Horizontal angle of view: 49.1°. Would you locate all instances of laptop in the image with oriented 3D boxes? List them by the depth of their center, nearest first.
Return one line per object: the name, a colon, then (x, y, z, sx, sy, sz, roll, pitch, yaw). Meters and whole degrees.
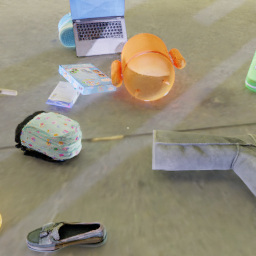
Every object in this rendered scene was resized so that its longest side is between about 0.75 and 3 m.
laptop: (-1.116, -4.267, 11.180, 2.210, 2.360, 1.368, -8, -2, -8)

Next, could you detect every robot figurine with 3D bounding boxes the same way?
robot figurine: (0.606, -2.036, 9.400, 2.090, 1.695, 2.906, 15, 38, -16)

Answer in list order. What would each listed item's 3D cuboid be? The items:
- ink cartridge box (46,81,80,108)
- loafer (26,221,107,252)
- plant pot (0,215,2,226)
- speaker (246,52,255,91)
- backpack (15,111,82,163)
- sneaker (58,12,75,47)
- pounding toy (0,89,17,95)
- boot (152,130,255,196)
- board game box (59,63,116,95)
ink cartridge box: (-2.114, -1.077, 9.346, 0.784, 0.276, 1.313, 9, 40, 6)
loafer: (-1.242, 2.087, 5.635, 1.624, 0.511, 0.584, -3, 42, -3)
plant pot: (-3.186, 1.801, 5.701, 0.926, 0.848, 0.926, 0, 42, 0)
speaker: (4.528, -2.112, 9.401, 0.759, 1.717, 0.759, 1, 41, -1)
backpack: (-2.001, 0.199, 7.372, 1.613, 1.021, 1.346, 22, 44, 19)
sneaker: (-1.833, -4.712, 12.774, 2.870, 1.142, 1.874, -13, 45, -15)
pounding toy: (-5.292, -1.411, 9.059, 2.011, 1.553, 2.185, 30, 60, 30)
boot: (1.954, 0.835, 6.679, 2.754, 0.999, 2.504, 6, 28, -3)
board game box: (-1.430, -1.767, 9.856, 1.330, 0.322, 1.758, -13, 40, -37)
